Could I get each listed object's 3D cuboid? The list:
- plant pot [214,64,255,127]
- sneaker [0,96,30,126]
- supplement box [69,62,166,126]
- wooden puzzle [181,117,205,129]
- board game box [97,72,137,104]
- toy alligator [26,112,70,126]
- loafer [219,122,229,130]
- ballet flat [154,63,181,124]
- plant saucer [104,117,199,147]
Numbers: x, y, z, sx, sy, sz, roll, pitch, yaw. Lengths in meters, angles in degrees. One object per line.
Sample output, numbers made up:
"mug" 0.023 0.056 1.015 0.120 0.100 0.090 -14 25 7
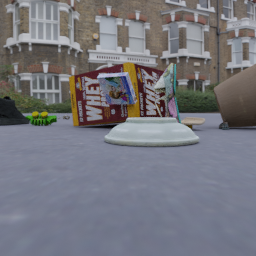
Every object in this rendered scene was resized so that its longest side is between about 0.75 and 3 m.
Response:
"plant pot" 4.200 -0.985 9.410 2.253 2.583 2.583 -18 -1 16
"sneaker" -4.939 -0.758 11.772 0.717 1.246 2.389 2 5 16
"supplement box" -0.231 -1.132 10.564 2.743 1.846 2.781 -5 0 34
"wooden puzzle" 1.345 -0.111 9.169 1.847 0.344 1.708 -5 4 -9
"board game box" -0.328 -1.171 8.470 0.996 0.998 0.205 1 40 29
"toy alligator" -3.227 -0.298 11.104 1.782 0.528 0.484 1 45 2
"loafer" 3.152 -0.081 9.155 0.277 0.242 0.771 0 4 5
"ballet flat" 1.118 -0.898 8.092 0.711 1.998 0.691 -5 -8 10
"plant saucer" 0.475 0.033 5.711 1.909 0.479 1.909 0 3 0
